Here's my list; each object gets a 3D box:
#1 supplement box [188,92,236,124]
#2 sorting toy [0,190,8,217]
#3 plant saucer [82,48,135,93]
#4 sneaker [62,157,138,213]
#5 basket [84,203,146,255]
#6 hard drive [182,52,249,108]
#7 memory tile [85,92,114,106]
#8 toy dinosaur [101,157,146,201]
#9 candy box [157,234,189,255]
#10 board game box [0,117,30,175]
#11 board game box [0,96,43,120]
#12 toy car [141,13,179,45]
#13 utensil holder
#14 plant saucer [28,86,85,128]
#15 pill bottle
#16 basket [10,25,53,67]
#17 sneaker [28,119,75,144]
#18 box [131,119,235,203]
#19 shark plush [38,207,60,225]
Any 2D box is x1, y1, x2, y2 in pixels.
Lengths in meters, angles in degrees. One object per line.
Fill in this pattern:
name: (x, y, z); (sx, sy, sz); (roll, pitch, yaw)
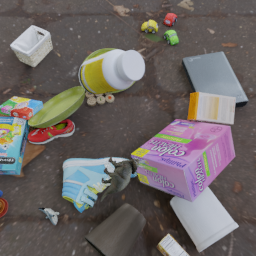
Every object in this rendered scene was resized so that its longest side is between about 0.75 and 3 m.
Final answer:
supplement box: (3.019, -0.694, 10.116); (1.573, 0.578, 0.991); (7, 88, -13)
sorting toy: (-4.826, 2.489, 9.747); (1.482, 0.608, 0.891); (25, 64, 14)
plant saucer: (-0.848, -2.760, 12.767); (2.705, 0.420, 2.705); (0, 57, 0)
sneaker: (-0.977, 2.029, 9.756); (2.806, 1.116, 1.832); (-3, 58, 9)
basket: (-0.293, 3.360, 9.000); (1.513, 1.141, 1.678); (37, 63, 15)
hard drive: (3.771, -2.079, 12.418); (1.997, 0.471, 2.861); (-11, 61, -6)
memory tile: (-1.307, -1.710, 12.404); (1.220, 0.134, 1.592); (-10, 61, -6)
toy dinosaur: (-0.237, 1.294, 7.614); (0.822, 0.619, 1.607); (22, 61, 23)
candy box: (1.657, 4.114, 8.610); (0.469, 0.979, 1.696); (-39, 68, -20)
board game box: (-4.892, 0.643, 10.840); (1.710, 0.532, 2.265); (0, 60, 0)
board game box: (-4.389, -0.840, 11.481); (1.409, 0.284, 1.078); (11, 36, 15)
toy car: (1.929, -4.967, 14.056); (2.090, 0.466, 1.966); (-24, 63, -12)
utensil holder: (2.394, 2.818, 9.078); (1.483, 1.483, 1.745); (-26, 62, -14)
plant saucer: (-2.714, -0.772, 11.041); (2.580, 0.401, 2.580); (-25, 27, 14)
pill bottle: (-0.604, -2.027, 10.140); (2.496, 1.398, 1.398); (-2, 48, 50)
basket: (-4.433, -3.793, 13.090); (1.094, 0.996, 1.614); (27, 63, 15)
sneaker: (-3.059, 0.041, 11.027); (1.872, 0.795, 0.721); (-18, 62, -10)
box: (1.856, 0.913, 9.390); (2.565, 1.240, 2.256); (-35, 29, -31)
shark plush: (-2.779, 2.995, 9.664); (0.860, 0.391, 0.358); (24, 94, 8)
